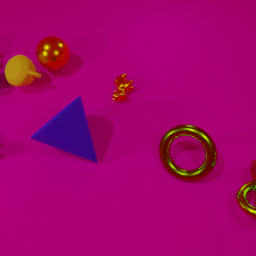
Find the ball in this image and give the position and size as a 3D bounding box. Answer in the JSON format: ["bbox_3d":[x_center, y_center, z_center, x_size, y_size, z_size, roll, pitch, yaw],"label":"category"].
[{"bbox_3d":[-2.413,-2.406,9.038,1.083,1.083,1.083,0,60,0],"label":"ball"}]

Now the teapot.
[{"bbox_3d":[-3.325,-1.751,8.745,1.564,0.766,0.972,14,89,29],"label":"teapot"}]

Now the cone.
[{"bbox_3d":[-1.338,0.315,7.338,1.648,1.648,1.654,-45,104,-23],"label":"cone"}]

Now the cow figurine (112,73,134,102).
[{"bbox_3d":[-0.239,-1.243,8.736,0.874,0.488,0.888,-27,58,-17],"label":"cow figurine"}]

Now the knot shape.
[{"bbox_3d":[3.141,1.590,6.584,1.400,0.692,1.497,-35,95,-37],"label":"knot shape"}]

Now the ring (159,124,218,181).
[{"bbox_3d":[1.507,0.641,7.163,1.512,1.512,0.302,31,24,17],"label":"ring"}]
